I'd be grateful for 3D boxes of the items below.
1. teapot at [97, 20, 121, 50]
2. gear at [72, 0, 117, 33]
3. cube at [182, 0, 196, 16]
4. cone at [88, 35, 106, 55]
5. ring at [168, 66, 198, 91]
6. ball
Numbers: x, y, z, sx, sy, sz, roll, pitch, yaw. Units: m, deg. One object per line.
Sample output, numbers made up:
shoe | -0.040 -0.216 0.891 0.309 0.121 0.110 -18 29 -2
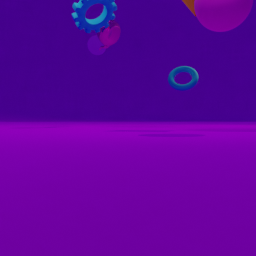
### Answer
teapot | -0.876 -3.970 11.724 0.835 1.705 1.060 36 37 28
gear | -1.225 -4.276 10.306 1.650 0.305 1.650 -23 -27 -12
cube | 1.855 -3.647 7.058 0.943 0.943 0.943 -30 -26 4
cone | -1.442 -4.164 14.012 0.940 0.940 0.943 0 19 8
ring | 2.314 -2.092 11.778 1.261 1.261 0.252 0 -31 15
ball | 1.617 -2.140 4.771 0.947 0.947 0.947 0 1 0
